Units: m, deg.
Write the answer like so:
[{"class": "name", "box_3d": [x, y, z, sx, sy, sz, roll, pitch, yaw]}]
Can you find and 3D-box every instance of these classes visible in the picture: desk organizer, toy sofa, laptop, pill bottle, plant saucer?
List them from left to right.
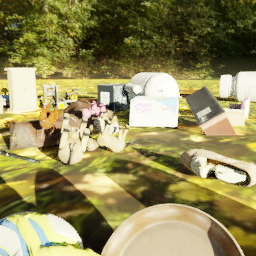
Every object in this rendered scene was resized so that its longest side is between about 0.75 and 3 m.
[{"class": "laptop", "box_3d": [-2.542, 0.697, 5.008, 1.202, 0.700, 1.356, 9, -11, 34]}, {"class": "plant saucer", "box_3d": [0.280, 1.043, 1.896, 1.044, 0.167, 1.044, -12, 49, 15]}, {"class": "desk organizer", "box_3d": [2.406, -0.411, 8.327, 0.772, 0.828, 2.152, -31, 23, 15]}, {"class": "toy sofa", "box_3d": [3.622, -0.595, 9.358, 0.685, 0.807, 1.655, 6, 14, 26]}, {"class": "pill bottle", "box_3d": [6.351, -2.156, 14.806, 2.784, 1.592, 1.592, 5, 13, 23]}]

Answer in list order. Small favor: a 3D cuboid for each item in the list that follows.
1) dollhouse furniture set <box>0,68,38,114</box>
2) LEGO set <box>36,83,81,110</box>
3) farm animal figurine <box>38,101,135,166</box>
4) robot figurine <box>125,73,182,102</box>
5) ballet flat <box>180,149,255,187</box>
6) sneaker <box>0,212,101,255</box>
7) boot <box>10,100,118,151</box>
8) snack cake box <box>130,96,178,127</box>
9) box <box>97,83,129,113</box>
[{"class": "dollhouse furniture set", "box_3d": [-5.678, -1.703, 12.224, 2.730, 1.781, 2.577, 8, 14, 35]}, {"class": "LEGO set", "box_3d": [-3.250, -1.557, 12.889, 2.086, 1.209, 1.604, -5, 13, -23]}, {"class": "farm animal figurine", "box_3d": [-0.903, 0.145, 5.935, 1.507, 0.938, 1.866, 33, 26, 34]}, {"class": "robot figurine", "box_3d": [1.042, -1.549, 11.929, 2.361, 1.572, 2.784, 0, 10, -30]}, {"class": "ballet flat", "box_3d": [1.391, 0.636, 4.475, 1.318, 0.449, 0.443, 7, 22, 34]}, {"class": "sneaker", "box_3d": [-0.553, 1.100, 1.528, 1.948, 0.738, 1.023, 7, 18, 39]}, {"class": "boot", "box_3d": [-1.978, -0.097, 7.239, 2.627, 0.844, 2.448, -17, 16, -39]}, {"class": "snack cake box", "box_3d": [0.853, -0.594, 9.089, 1.375, 0.803, 2.390, 2, 9, 6]}, {"class": "box", "box_3d": [-0.609, -1.322, 11.979, 0.813, 1.126, 1.518, 6, 14, 22]}]
